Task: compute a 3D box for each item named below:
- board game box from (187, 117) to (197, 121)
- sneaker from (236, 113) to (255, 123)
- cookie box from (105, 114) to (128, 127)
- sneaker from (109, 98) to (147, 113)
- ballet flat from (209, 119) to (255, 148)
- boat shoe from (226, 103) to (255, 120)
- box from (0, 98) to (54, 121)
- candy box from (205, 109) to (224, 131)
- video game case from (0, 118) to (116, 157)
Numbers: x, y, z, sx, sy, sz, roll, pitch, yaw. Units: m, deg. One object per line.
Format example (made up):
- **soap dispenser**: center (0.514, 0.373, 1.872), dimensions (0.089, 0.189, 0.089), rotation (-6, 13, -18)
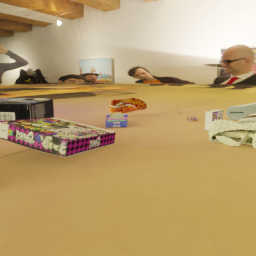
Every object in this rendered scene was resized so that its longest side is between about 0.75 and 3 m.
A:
- **board game box**: center (3.059, -0.429, 13.411), dimensions (0.424, 0.080, 0.823), rotation (1, 12, 11)
- **sneaker**: center (4.980, -0.047, 8.921), dimensions (2.908, 1.141, 1.155), rotation (6, 19, 34)
- **cookie box**: center (-0.478, -0.333, 12.091), dimensions (0.934, 0.410, 1.092), rotation (-1, 12, 0)
- **sneaker**: center (0.010, -1.103, 14.332), dimensions (1.909, 0.736, 0.697), rotation (1, 53, -1)
- **ballet flat**: center (3.715, 0.295, 8.628), dimensions (2.584, 0.927, 0.927), rotation (6, 13, 37)
- **boat shoe**: center (5.876, -0.770, 12.807), dimensions (0.886, 0.976, 2.655), rotation (-11, 15, -40)
- **box**: center (-4.219, -0.504, 10.897), dimensions (2.018, 1.243, 2.001), rotation (1, 10, 8)
- **candy box**: center (3.457, -0.326, 11.221), dimensions (0.905, 0.759, 0.324), rotation (-11, 16, -44)
- **video game case**: center (-1.988, 0.168, 8.113), dimensions (2.407, 0.475, 2.655), rotation (12, 9, 22)
